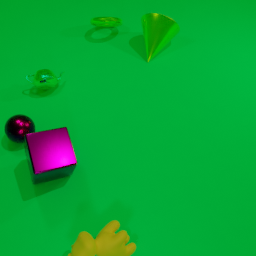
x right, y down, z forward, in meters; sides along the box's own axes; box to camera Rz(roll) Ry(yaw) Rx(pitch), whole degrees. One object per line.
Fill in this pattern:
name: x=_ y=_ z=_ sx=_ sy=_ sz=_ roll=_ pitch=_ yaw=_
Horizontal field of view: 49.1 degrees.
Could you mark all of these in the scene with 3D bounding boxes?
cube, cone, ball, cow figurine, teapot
cube: x=-1.973 y=0.710 z=7.069 sx=1.032 sy=1.032 sz=1.032 roll=-12 pitch=70 yaw=-24
cone: x=0.937 y=-3.027 z=10.022 sx=1.466 sy=1.466 sz=1.472 roll=17 pitch=85 yaw=11
ball: x=-3.040 y=0.021 z=7.895 sx=0.821 sy=0.821 sz=0.821 roll=0 pitch=56 yaw=0
cow figurine: x=-0.551 y=2.566 z=5.931 sx=1.230 sy=1.250 sz=0.686 roll=-37 pitch=36 yaw=-14
teapot: x=-2.621 y=-1.604 z=8.970 sx=1.241 sy=0.772 sz=0.608 roll=-7 pitch=77 yaw=-18

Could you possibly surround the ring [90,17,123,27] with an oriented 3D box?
ring: x=-0.801 y=-3.983 z=10.526 sx=1.242 sy=0.248 sz=1.242 roll=0 pitch=14 yaw=0
